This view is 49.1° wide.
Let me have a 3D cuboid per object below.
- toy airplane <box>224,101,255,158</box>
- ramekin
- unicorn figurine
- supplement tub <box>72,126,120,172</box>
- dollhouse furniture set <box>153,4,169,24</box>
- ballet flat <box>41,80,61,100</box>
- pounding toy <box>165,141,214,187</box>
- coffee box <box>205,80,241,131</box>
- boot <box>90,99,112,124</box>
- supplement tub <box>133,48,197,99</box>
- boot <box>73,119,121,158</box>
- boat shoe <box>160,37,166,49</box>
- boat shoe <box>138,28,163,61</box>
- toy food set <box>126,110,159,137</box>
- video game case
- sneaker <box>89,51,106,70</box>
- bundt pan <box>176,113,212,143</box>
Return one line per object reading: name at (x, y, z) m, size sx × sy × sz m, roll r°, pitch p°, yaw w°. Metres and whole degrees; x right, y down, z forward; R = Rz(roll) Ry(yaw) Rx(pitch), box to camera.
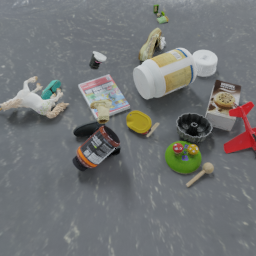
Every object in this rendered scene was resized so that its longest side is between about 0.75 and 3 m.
toy airplane at (4.551, 0.003, 10.518) m, size 2.314 × 0.426 × 2.314 m, roll 0°, pitch 83°, yaw -3°
ramekin at (3.555, -3.084, 13.165) m, size 1.297 × 0.632 × 1.297 m, roll 0°, pitch 54°, yaw 0°
unicorn figurine at (-3.946, -1.171, 11.520) m, size 2.643 × 0.976 × 1.815 m, roll 19°, pitch 56°, yaw 13°
supplement tub at (-1.148, 0.760, 9.714) m, size 1.701 × 0.910 × 0.910 m, roll -42°, pitch 57°, yaw 13°
dollhouse furniture set at (1.832, -6.424, 15.748) m, size 0.612 × 0.473 × 1.224 m, roll -17°, pitch 55°, yaw -11°
ballet flat at (-3.458, -1.617, 12.259) m, size 0.464 × 0.444 × 1.319 m, roll 7°, pitch 49°, yaw 34°
pounding toy at (2.144, 1.010, 10.010) m, size 1.339 × 0.805 × 1.735 m, roll -26°, pitch 57°, yaw -18°
coffee box at (3.887, -0.960, 11.490) m, size 1.105 × 0.780 × 1.955 m, roll 16°, pitch 55°, yaw 12°
boot at (-0.911, -0.500, 8.991) m, size 0.950 × 0.346 × 0.738 m, roll -7°, pitch 72°, yaw 40°
supplement tub at (1.553, -2.292, 11.929) m, size 2.297 × 1.662 × 1.662 m, roll -24°, pitch 57°, yaw -16°
boot at (-1.190, 0.485, 10.627) m, size 1.335 × 0.532 × 1.619 m, roll -23°, pitch 61°, yaw -14°
boat shoe at (1.785, -4.348, 14.330) m, size 0.321 × 0.338 × 0.938 m, roll 0°, pitch 44°, yaw 1°
boat shoe at (1.233, -4.074, 13.864) m, size 0.671 × 0.784 × 2.140 m, roll 23°, pitch 67°, yaw 15°
toy food set at (0.555, -0.138, 11.157) m, size 1.340 × 0.438 × 0.789 m, roll 32°, pitch 84°, yaw 24°
video game case at (-1.072, -1.386, 12.179) m, size 1.547 × 0.189 × 2.164 m, roll -22°, pitch 57°, yaw -15°
sneaker at (-1.305, -2.791, 11.968) m, size 0.515 × 0.722 × 1.457 m, roll 11°, pitch 20°, yaw -21°
bundt pan at (2.514, 0.048, 10.832) m, size 1.384 × 0.520 × 1.384 m, roll 1°, pitch 44°, yaw -1°
